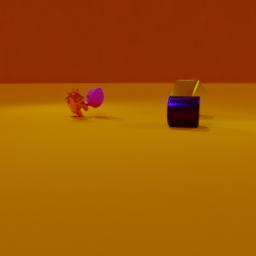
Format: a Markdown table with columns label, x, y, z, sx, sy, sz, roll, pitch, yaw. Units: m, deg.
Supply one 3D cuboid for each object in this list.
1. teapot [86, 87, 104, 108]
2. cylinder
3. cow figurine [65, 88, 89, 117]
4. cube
| label | x | y | z | sx | sy | sz | roll | pitch | yaw |
| --- | --- | --- | --- | --- | --- | --- | --- | --- | --- |
| teapot | -1.282 | -1.110 | 10.399 | 0.590 | 0.750 | 1.206 | 14 | -38 | -29 |
| cylinder | 1.618 | -0.484 | 8.106 | 0.882 | 0.882 | 0.882 | 3 | 10 | 15 |
| cow figurine | -1.922 | -0.955 | 10.127 | 0.622 | 1.116 | 1.134 | -45 | 35 | -19 |
| cube | 2.267 | -1.130 | 10.499 | 0.976 | 0.976 | 0.976 | 10 | -21 | 44 |
